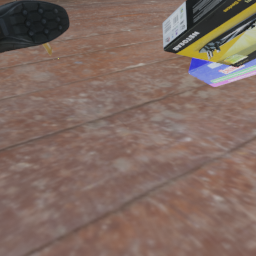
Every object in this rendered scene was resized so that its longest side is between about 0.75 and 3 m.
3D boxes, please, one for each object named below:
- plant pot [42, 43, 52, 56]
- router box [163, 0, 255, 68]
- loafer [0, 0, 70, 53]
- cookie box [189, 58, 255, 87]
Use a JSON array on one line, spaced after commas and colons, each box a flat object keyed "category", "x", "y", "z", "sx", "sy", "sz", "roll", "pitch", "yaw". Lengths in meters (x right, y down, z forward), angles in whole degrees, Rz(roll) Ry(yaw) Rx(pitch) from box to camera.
[{"category": "plant pot", "x": -2.740, "y": -2.898, "z": 8.651, "sx": 0.198, "sy": 1.438, "sz": 1.438, "roll": -34, "pitch": 39, "yaw": -5}, {"category": "router box", "x": 1.511, "y": -1.407, "z": 3.501, "sx": 1.432, "sy": 0.476, "sz": 1.822, "roll": 5, "pitch": -12, "yaw": -24}, {"category": "loafer", "x": -2.432, "y": -1.966, "z": 5.525, "sx": 2.583, "sy": 0.877, "sz": 0.907, "roll": -24, "pitch": 27, "yaw": -27}, {"category": "cookie box", "x": 2.917, "y": -2.738, "z": 6.976, "sx": 1.083, "sy": 2.882, "sz": 2.465, "roll": 22, "pitch": -13, "yaw": -22}]
